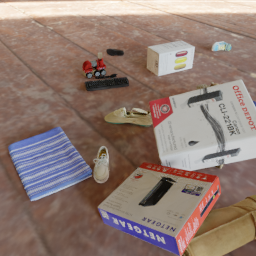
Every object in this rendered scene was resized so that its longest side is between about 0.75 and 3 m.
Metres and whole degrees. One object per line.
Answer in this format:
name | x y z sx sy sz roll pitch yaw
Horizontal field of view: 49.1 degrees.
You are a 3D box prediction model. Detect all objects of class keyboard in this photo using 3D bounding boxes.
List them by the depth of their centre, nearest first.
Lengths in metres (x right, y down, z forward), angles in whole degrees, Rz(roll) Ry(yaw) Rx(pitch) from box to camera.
keyboard | -0.927 -2.007 11.973 1.845 0.190 1.172 -8 38 -12

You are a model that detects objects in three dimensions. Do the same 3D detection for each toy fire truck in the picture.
toy fire truck | -1.452 -2.817 12.231 1.012 1.150 0.740 -16 39 -20

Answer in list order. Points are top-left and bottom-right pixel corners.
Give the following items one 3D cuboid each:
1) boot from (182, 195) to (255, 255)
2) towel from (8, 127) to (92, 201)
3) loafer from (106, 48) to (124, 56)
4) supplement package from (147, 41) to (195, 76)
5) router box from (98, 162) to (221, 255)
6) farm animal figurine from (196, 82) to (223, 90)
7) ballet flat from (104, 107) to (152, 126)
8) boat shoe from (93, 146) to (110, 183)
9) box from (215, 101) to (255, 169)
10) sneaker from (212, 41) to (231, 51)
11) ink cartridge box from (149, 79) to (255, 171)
boot | 2.255 2.363 5.746 2.233 0.739 1.956 -12 26 -18
towel | -2.289 0.875 8.015 1.760 0.290 2.432 -21 41 -25
loafer | -0.647 -3.901 14.415 0.946 0.346 0.336 12 29 5
supplement package | 1.941 -3.221 12.822 1.900 1.081 1.040 -17 39 -21
router box | 0.708 1.630 6.291 2.093 0.511 1.879 5 32 41
farm animal figurine | 3.335 -1.176 10.081 1.764 1.099 2.185 -25 44 -28
ballet flat | 0.026 -0.446 9.577 1.703 0.591 0.591 5 37 7
boat shoe | -0.712 0.937 7.763 0.445 0.514 1.205 2 37 3
box | 2.690 -0.205 8.599 1.608 0.430 2.654 24 64 30
sneaker | 4.987 -4.256 14.744 1.134 0.451 0.741 -28 44 -31
ink cartridge box | 2.077 -0.013 7.644 2.676 1.120 1.931 -13 53 7
